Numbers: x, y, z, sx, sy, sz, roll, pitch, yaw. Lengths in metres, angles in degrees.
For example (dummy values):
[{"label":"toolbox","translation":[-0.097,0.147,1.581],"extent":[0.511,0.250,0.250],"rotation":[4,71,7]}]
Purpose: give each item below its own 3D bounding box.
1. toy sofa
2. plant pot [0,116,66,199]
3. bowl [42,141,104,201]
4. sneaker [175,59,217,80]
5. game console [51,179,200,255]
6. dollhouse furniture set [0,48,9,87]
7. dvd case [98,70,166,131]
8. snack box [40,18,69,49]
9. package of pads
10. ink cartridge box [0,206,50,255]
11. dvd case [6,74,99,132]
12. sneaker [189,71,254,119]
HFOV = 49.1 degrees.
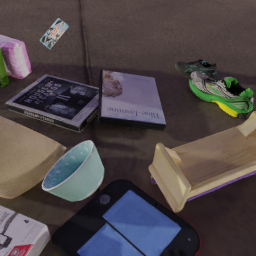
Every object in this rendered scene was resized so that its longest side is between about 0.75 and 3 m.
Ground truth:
[{"label":"toy sofa","translation":[2.028,0.821,6.403],"extent":[2.935,1.432,1.215],"rotation":[-16,51,-20]},{"label":"plant pot","translation":[-2.695,0.682,6.220],"extent":[2.213,2.213,1.485],"rotation":[17,77,20]},{"label":"bowl","translation":[-0.815,0.778,4.618],"extent":[1.078,0.564,1.078],"rotation":[-34,20,14]},{"label":"sneaker","translation":[2.599,-2.330,10.633],"extent":[1.665,0.660,0.628],"rotation":[22,47,26]},{"label":"game console","translation":[-0.021,2.185,5.506],"extent":[2.364,0.367,2.090],"rotation":[31,49,32]},{"label":"dollhouse furniture set","translation":[-5.969,-2.178,9.837],"extent":[2.837,1.424,1.859],"rotation":[22,45,24]},{"label":"dvd case","translation":[0.052,-0.994,9.068],"extent":[2.002,0.246,2.807],"rotation":[7,40,-10]},{"label":"snack box","translation":[-2.383,-3.043,9.019],"extent":[0.959,0.178,0.557],"rotation":[-49,53,3]},{"label":"package of pads","translation":[-4.785,-2.820,10.672],"extent":[2.213,1.333,0.837],"rotation":[22,44,23]},{"label":"ink cartridge box","translation":[-2.305,2.153,5.412],"extent":[1.241,0.517,0.901],"rotation":[15,42,17]},{"label":"dvd case","translation":[-2.208,-0.910,9.185],"extent":[2.764,0.342,2.077],"rotation":[17,42,18]},{"label":"sneaker","translation":[3.050,-1.343,9.155],"extent":[0.957,1.044,2.452],"rotation":[-28,47,-29]}]
